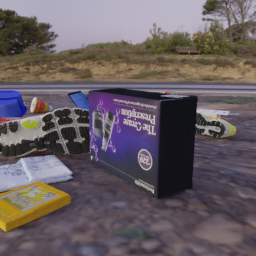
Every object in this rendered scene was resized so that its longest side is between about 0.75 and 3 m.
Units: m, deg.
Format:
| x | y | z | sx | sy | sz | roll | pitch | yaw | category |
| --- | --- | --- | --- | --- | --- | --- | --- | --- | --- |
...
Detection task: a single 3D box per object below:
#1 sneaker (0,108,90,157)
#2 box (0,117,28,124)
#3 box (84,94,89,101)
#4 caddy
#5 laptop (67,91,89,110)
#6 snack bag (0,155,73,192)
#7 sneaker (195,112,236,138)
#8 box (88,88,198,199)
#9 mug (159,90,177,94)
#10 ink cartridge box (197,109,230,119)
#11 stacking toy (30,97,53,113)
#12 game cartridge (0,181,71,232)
| x | y | z | sx | sy | sz | roll | pitch | yaw | category |
| --- | --- | --- | --- | --- | --- | --- | --- | --- | --- |
| -1.855 | 0.011 | 7.148 | 2.989 | 1.151 | 1.269 | -2 | 11 | 7 | sneaker |
| -3.794 | -0.047 | 9.225 | 1.118 | 0.557 | 0.534 | 0 | 12 | -1 | box |
| -2.566 | -1.930 | 18.340 | 0.892 | 0.524 | 0.877 | -10 | 15 | -39 | box |
| -5.451 | -0.881 | 12.140 | 2.013 | 1.056 | 1.423 | 0 | 34 | -4 | caddy |
| -1.404 | -1.094 | 12.869 | 2.188 | 1.130 | 1.939 | 1 | 12 | 8 | laptop |
| -2.075 | 0.880 | 5.713 | 1.555 | 0.166 | 1.466 | -6 | 13 | -27 | snack bag |
| 2.788 | -0.045 | 9.215 | 0.805 | 0.697 | 1.782 | 2 | 16 | -25 | sneaker |
| 0.152 | 0.129 | 5.596 | 0.943 | 1.688 | 2.392 | -11 | 15 | -34 | box |
| 1.047 | -0.954 | 11.986 | 1.792 | 1.195 | 1.590 | 0 | 9 | 36 | mug |
| 2.979 | -0.374 | 10.752 | 1.683 | 0.567 | 0.986 | 6 | 13 | 25 | ink cartridge box |
| -4.361 | -1.063 | 14.305 | 1.073 | 0.784 | 0.784 | 15 | 2 | -31 | stacking toy |
| -1.617 | 1.160 | 4.372 | 0.958 | 0.176 | 1.087 | 10 | 14 | 39 | game cartridge |
